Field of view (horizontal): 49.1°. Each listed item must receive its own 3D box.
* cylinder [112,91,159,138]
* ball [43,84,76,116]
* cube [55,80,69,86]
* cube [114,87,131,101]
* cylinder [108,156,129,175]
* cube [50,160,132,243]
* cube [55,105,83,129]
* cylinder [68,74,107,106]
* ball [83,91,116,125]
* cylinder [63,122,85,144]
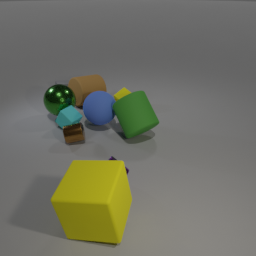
[{"bbox_3d":[0.296,-0.510,10.840,1.400,1.400,1.400,-25,-9,-4],"label":"cylinder"},{"bbox_3d":[-2.988,-1.222,12.293,1.400,1.400,1.400,0,28,0],"label":"ball"},{"bbox_3d":[-3.452,-2.121,14.993,0.700,0.700,0.700,-9,27,-22],"label":"cube"},{"bbox_3d":[-0.166,-1.359,13.360,0.700,0.700,0.700,-40,62,-18],"label":"cube"},{"bbox_3d":[-0.435,1.327,8.468,0.700,0.700,0.700,39,33,-2],"label":"cylinder"},{"bbox_3d":[-0.801,1.757,6.876,1.400,1.400,1.400,-1,33,16],"label":"cube"},{"bbox_3d":[-2.462,-0.386,11.674,0.700,0.700,0.700,43,40,6],"label":"cube"},{"bbox_3d":[-2.014,-1.873,13.838,1.400,1.400,1.400,-17,32,-38],"label":"cylinder"},{"bbox_3d":[-1.153,-0.825,11.565,1.400,1.400,1.400,0,28,0],"label":"ball"},{"bbox_3d":[-2.054,0.188,10.708,0.700,0.700,0.700,-12,29,-1],"label":"cylinder"}]
